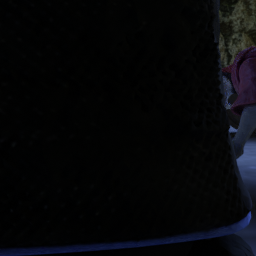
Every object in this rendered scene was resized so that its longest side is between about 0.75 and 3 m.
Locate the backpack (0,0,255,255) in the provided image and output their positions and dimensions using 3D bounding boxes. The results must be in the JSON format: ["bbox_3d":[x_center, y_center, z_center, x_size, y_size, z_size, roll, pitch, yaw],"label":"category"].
[{"bbox_3d":[-0.942,-0.257,1.258,2.253,1.516,2.057,-3,3,-9],"label":"backpack"}]

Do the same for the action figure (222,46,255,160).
[{"bbox_3d":[1.750,-0.414,2.591,2.502,1.863,1.676,18,18,31],"label":"action figure"}]

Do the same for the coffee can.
[{"bbox_3d":[4.250,-0.820,8.314,2.489,1.822,1.822,-2,4,-35],"label":"coffee can"}]
